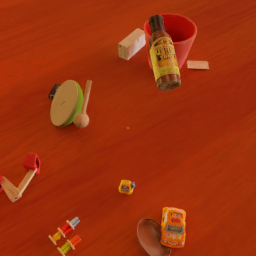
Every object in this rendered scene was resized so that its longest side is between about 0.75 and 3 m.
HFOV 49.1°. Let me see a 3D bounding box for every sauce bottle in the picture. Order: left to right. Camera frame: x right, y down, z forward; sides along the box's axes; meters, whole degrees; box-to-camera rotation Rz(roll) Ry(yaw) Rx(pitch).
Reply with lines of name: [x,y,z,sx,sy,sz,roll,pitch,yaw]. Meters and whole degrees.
sauce bottle: [1.293,-2.919,10.718,0.948,0.948,2.931,-9,76,-7]

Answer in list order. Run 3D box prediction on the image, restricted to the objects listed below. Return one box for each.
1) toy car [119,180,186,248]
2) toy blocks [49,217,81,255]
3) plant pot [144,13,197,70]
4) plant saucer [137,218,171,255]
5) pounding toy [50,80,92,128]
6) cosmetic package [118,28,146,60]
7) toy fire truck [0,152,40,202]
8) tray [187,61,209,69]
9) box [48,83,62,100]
toy car: [0.709,2.752,9.207,2.781,0.925,1.364,22,54,14]
toy blocks: [-1.877,3.465,9.043,1.054,0.383,0.878,-37,61,-24]
plant pot: [1.899,-3.905,13.390,2.382,2.108,2.382,0,54,0]
plant saucer: [0.764,3.490,8.761,1.356,0.248,1.356,30,31,-20]
pounding toy: [-2.065,-0.884,11.655,2.584,1.199,1.995,7,80,48]
cosmetic package: [0.233,-4.341,14.505,0.616,0.846,1.664,29,60,20]
toy fire truck: [-4.367,2.088,9.888,1.878,0.649,2.663,6,54,4]
tray: [3.503,-3.149,14.077,1.039,0.115,0.558,3,53,2]
box: [-3.006,-1.601,12.866,1.051,0.229,0.842,13,55,10]
